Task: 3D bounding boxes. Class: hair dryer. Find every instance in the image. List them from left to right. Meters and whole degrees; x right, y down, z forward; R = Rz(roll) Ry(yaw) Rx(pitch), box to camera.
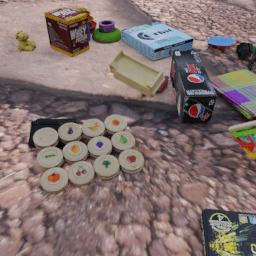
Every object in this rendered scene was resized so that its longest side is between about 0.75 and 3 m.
[{"bbox_3d":[0.877,-1.626,9.964,1.410,0.383,1.074,-16,42,-19],"label":"hair dryer"}]

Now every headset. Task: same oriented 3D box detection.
[{"bbox_3d":[5.079,-2.998,11.517,1.211,0.921,1.961,13,27,11],"label":"headset"}]

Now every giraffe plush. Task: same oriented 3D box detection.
[{"bbox_3d":[-4.576,-3.848,12.268,0.954,0.773,0.823,-16,43,-18],"label":"giraffe plush"}]

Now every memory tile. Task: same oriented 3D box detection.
[{"bbox_3d":[-1.048,0.545,7.286,2.601,0.218,1.994,-13,51,-14],"label":"memory tile"}]

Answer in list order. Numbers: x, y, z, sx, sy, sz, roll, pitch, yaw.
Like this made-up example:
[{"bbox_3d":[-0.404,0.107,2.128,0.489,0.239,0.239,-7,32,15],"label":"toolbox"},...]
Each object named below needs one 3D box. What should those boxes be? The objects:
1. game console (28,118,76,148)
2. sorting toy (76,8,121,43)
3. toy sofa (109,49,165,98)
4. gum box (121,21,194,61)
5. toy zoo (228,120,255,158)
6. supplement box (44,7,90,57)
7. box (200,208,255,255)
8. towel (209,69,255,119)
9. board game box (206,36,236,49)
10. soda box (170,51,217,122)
[{"bbox_3d":[-2.162,0.118,8.115,1.183,0.689,1.041,1,10,0],"label":"game console"},{"bbox_3d":[-1.673,-4.963,13.260,2.887,1.185,1.735,21,45,23],"label":"sorting toy"},{"bbox_3d":[0.287,-1.774,9.201,1.752,0.855,0.725,31,77,18],"label":"toy sofa"},{"bbox_3d":[1.258,-3.985,12.592,2.160,0.566,2.543,-23,45,-25],"label":"gum box"},{"bbox_3d":[3.172,0.369,6.903,0.128,1.250,0.820,-51,18,-31],"label":"toy zoo"},{"bbox_3d":[-2.587,-4.141,12.003,1.534,1.556,1.033,29,48,30],"label":"supplement box"},{"bbox_3d":[2.322,2.309,5.287,1.774,0.435,1.430,5,44,6],"label":"box"},{"bbox_3d":[4.004,-1.220,9.378,1.975,0.313,2.750,-14,38,-16],"label":"towel"},{"bbox_3d":[4.174,-3.806,12.637,1.113,0.274,1.409,18,38,26],"label":"board game box"},{"bbox_3d":[2.043,-1.454,9.237,0.932,1.041,2.942,1,40,0],"label":"soda box"}]
